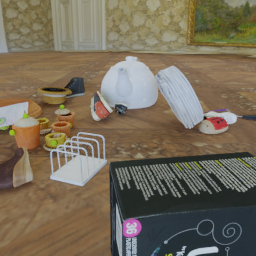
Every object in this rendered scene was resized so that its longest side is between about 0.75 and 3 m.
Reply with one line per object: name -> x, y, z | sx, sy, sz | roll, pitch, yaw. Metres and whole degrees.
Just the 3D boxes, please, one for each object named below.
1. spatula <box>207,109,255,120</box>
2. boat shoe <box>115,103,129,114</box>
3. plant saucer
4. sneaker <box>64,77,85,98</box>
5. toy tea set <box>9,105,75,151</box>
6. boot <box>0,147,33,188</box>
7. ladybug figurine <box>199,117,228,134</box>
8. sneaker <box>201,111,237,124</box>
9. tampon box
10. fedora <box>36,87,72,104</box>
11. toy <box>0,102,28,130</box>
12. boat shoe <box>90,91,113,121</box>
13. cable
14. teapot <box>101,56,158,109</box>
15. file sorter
spatula -> 4.411, -0.561, 11.264 | 2.561, 0.263, 0.724 | 13, 12, 29
boat shoe -> -0.339, -0.800, 11.695 | 0.447, 0.421, 1.245 | 19, -2, -17
plant saucer -> -4.952, -0.748, 11.463 | 2.687, 0.503, 2.687 | -1, 20, 0
sneaker -> -3.122, -2.129, 14.632 | 1.823, 0.968, 0.682 | -16, 25, -37
toy tea set -> -2.597, -0.202, 9.096 | 1.664, 1.036, 2.798 | 0, 20, -1
boot -> -2.992, 0.930, 6.637 | 1.261, 0.548, 1.516 | -7, 24, -24
ladybug figurine -> 3.007, -0.117, 9.769 | 1.195, 0.430, 0.811 | -13, 24, -33
sneaker -> 3.304, -0.324, 10.408 | 0.733, 0.467, 1.268 | -17, 16, -35
tampon box -> 0.895, 1.366, 3.761 | 2.176, 1.631, 1.374 | -3, 20, -9
fedora -> -3.528, -1.538, 13.432 | 1.636, 0.667, 1.636 | 5, 19, -2
toy -> -4.502, -0.265, 9.955 | 1.953, 0.461, 1.124 | -10, 45, -7
boat shoe -> -1.201, -0.899, 11.521 | 0.747, 0.850, 2.388 | -39, 21, 2
cable -> 1.782, -1.075, 9.798 | 0.786, 2.271, 2.272 | -32, 7, 5
teapot -> 0.091, -2.265, 13.204 | 2.936, 2.173, 2.975 | -12, 23, -31
file sorter -> -1.203, 0.708, 6.921 | 0.885, 0.794, 1.276 | 7, 21, 21
